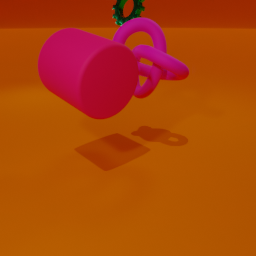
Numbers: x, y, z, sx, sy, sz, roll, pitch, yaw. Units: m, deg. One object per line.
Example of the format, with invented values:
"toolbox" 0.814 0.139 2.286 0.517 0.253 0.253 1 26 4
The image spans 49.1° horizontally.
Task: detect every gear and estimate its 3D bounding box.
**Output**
"gear" 0.007 -4.062 9.480 1.287 1.287 0.238 19 14 40

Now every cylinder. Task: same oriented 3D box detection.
"cylinder" -0.712 -0.992 5.007 1.313 1.313 1.313 -19 37 -39

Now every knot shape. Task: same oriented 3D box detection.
"knot shape" 0.346 -1.454 5.745 1.654 1.548 0.764 -7 33 47
